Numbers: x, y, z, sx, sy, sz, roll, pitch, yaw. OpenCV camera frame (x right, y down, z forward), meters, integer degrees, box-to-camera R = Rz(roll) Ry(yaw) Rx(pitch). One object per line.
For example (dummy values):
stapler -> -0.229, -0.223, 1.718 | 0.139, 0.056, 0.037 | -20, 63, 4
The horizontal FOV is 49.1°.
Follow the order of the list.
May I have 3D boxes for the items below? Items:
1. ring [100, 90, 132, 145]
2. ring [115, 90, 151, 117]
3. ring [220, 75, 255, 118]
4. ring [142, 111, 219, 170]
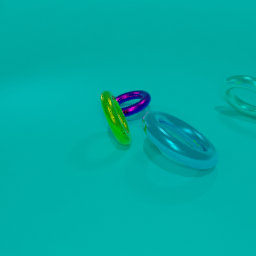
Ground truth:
ring -> -0.292, -0.253, 6.988 | 0.293, 1.465, 1.465 | -24, 29, 7
ring -> 0.003, -0.760, 8.650 | 1.478, 0.296, 1.478 | -16, 27, 8
ring -> 3.464, -0.866, 7.966 | 1.755, 1.755, 0.351 | 25, 75, 37
ring -> 1.185, 0.233, 6.366 | 1.935, 0.387, 1.935 | 26, 21, -11
